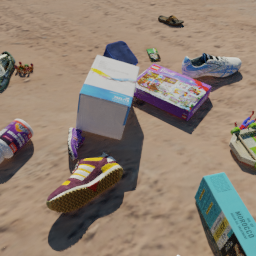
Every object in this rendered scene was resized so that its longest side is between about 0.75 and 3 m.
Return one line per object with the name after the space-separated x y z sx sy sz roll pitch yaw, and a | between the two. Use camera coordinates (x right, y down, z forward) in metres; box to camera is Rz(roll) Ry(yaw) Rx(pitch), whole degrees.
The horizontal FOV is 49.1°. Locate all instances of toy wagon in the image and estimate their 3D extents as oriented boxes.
4.784 0.571 9.995 2.186 0.432 1.696 -13 51 -12 | toy wagon

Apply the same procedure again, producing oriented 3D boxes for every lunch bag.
-0.455 -3.120 12.985 1.145 1.115 1.685 -23 73 -28 | lunch bag

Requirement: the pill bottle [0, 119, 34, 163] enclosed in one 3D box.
-4.165 0.484 9.794 0.891 0.891 1.599 21 50 19 | pill bottle

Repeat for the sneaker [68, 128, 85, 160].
-1.851 0.508 10.024 0.603 0.583 1.446 0 45 -8 | sneaker

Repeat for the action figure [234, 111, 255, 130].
4.431 -0.212 10.548 1.294 0.640 0.422 -43 57 -10 | action figure

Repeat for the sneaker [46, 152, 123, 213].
-1.451 1.636 8.741 2.544 0.953 1.146 -23 45 -30 | sneaker

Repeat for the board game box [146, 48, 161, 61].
1.323 -3.811 14.507 0.543 0.122 1.037 -8 46 -4 | board game box

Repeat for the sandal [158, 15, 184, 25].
2.593 -6.639 17.006 1.654 0.451 0.676 28 52 25 | sandal

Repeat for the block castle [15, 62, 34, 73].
-5.002 -2.950 13.493 0.780 0.366 0.521 12 47 11 | block castle

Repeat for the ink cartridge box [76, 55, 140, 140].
-0.742 -1.189 10.587 1.782 1.791 2.441 15 47 -3 | ink cartridge box

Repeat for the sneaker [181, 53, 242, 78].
3.965 -2.981 13.047 2.992 1.084 1.075 -8 45 -10 | sneaker

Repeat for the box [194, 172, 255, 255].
2.783 2.705 7.414 0.712 1.191 2.895 -8 46 -13 | box

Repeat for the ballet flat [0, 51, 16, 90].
-5.915 -2.751 12.989 0.891 0.891 2.400 -3 46 -2 | ballet flat

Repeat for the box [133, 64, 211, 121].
1.776 -1.631 12.056 2.958 0.578 2.024 29 52 25 | box
